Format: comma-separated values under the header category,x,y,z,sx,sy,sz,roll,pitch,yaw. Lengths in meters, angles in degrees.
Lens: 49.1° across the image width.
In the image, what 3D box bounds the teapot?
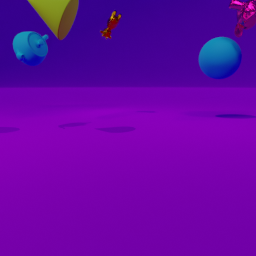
category,x,y,z,sx,sy,sz,roll,pitch,yaw
teapot,-2.444,-2.032,7.113,0.688,0.874,1.406,-16,32,31

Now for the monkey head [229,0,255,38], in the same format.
category,x,y,z,sx,sy,sz,roll,pitch,yaw
monkey head,3.436,-3.418,8.326,0.932,1.295,0.780,26,-8,13

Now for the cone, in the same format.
category,x,y,z,sx,sy,sz,roll,pitch,yaw
cone,-1.740,-2.588,6.058,1.000,0.997,0.997,25,8,-4

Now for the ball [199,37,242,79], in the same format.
category,x,y,z,sx,sy,sz,roll,pitch,yaw
ball,3.050,-2.306,9.298,1.357,1.357,1.357,0,9,0

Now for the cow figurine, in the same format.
category,x,y,z,sx,sy,sz,roll,pitch,yaw
cow figurine,-0.630,-3.747,10.270,0.488,0.874,0.889,30,-12,-13
